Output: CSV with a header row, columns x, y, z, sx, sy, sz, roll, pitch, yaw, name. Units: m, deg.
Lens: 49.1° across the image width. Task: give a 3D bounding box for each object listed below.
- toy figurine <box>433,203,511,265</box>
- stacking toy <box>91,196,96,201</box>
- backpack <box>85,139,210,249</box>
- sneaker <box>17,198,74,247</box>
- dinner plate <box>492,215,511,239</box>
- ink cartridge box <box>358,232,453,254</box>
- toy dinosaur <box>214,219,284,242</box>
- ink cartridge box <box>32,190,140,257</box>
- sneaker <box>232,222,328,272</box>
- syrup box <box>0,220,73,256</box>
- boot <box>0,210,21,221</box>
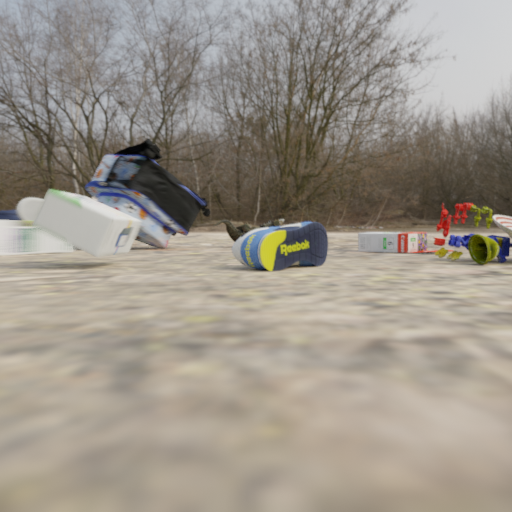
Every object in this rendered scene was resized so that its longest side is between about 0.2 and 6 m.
x,y,z,sx,sy,sz,roll,pitch,yaw,name
3.544,-0.297,8.522,1.012,0.891,1.690,8,4,-8,toy figurine
-4.963,-0.839,16.732,2.316,1.692,1.692,-20,-7,27,stacking toy
-2.801,-1.378,13.392,2.424,1.960,2.545,21,-19,43,backpack
-4.667,-0.654,13.198,2.216,0.810,1.240,26,-17,-35,sneaker
4.412,-0.201,8.372,1.803,0.219,1.803,13,19,-4,dinner plate
3.105,-0.286,11.690,1.723,0.434,0.939,1,3,40,ink cartridge box
-0.095,-0.524,14.645,2.357,0.907,1.206,-7,-5,-31,toy dinosaur
-2.203,-0.424,7.470,0.928,0.559,1.277,25,2,3,ink cartridge box
0.374,-0.137,7.430,0.694,0.624,1.688,0,1,39,sneaker
-4.557,-0.369,11.115,0.693,0.670,1.703,2,4,35,syrup box
-7.011,-0.789,15.350,1.749,0.790,0.636,-5,-7,30,boot
